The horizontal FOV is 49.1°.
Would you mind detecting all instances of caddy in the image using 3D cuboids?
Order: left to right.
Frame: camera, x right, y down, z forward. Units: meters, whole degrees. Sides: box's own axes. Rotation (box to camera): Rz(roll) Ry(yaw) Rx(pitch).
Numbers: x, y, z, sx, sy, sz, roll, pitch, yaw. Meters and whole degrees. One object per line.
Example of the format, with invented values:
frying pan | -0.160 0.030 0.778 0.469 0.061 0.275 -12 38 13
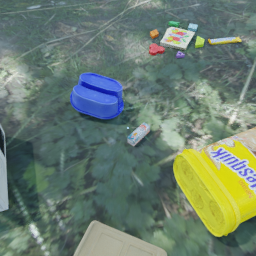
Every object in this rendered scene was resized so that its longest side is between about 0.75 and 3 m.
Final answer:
caddy | -1.048 -1.035 9.572 1.875 0.984 1.326 18 54 2

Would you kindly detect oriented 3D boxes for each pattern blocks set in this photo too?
pattern blocks set | 2.216 -4.099 12.766 2.488 0.229 2.831 8 49 7

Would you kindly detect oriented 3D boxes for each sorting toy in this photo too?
sorting toy | -0.468 3.581 6.028 2.002 0.360 2.687 20 52 11

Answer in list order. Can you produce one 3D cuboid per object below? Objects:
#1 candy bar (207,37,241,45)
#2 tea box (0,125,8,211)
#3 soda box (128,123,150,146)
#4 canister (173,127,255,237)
candy bar | 4.353 -3.947 12.678 1.526 0.169 0.380 -6 49 -6
tea box | -4.842 0.901 7.283 2.748 1.867 2.794 -16 50 -11
soda box | 0.351 0.197 8.973 0.268 0.289 0.844 32 56 25
canister | 3.064 1.200 7.463 2.994 1.296 2.224 -18 51 -17
